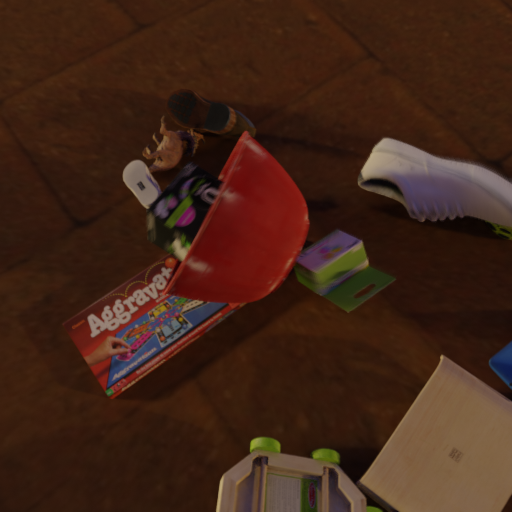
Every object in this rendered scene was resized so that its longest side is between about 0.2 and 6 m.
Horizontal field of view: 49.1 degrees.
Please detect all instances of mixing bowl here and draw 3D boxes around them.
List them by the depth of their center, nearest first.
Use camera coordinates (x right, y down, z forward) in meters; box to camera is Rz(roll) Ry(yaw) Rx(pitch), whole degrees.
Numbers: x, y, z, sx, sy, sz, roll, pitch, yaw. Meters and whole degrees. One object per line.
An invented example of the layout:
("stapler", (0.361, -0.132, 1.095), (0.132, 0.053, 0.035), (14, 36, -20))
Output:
("mixing bowl", (-0.177, -0.344, 9.211), (1.608, 2.968, 2.968), (28, 69, -9))

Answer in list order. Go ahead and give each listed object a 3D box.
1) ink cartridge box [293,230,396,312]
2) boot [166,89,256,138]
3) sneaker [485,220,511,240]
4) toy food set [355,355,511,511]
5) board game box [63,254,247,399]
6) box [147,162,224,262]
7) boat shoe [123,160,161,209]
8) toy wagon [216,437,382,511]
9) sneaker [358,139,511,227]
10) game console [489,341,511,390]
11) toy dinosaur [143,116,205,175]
("ink cartridge box", (1.507, 0.221, 9.788), (1.114, 0.571, 1.507), (-31, 30, -16))
("boot", (-0.956, -2.839, 11.544), (2.073, 1.005, 0.774), (32, 102, 38))
("sneaker", (4.597, -1.025, 10.724), (0.770, 0.683, 1.843), (-40, 73, -10))
("toy food set", (3.136, 3.202, 9.054), (1.902, 0.800, 2.650), (35, 80, 13))
("board game box", (-1.715, 0.979, 10.121), (3.114, 0.303, 1.603), (-35, 71, -13))
("box", (-0.818, -0.514, 9.624), (1.714, 1.065, 1.273), (32, 64, 6))
("boat shoe", (-2.145, -1.321, 10.944), (0.533, 0.487, 1.481), (-38, 50, -5))
("toy wagon", (0.856, 4.051, 8.386), (2.925, 0.579, 2.269), (12, 49, -7))
("sneaker", (3.333, -1.096, 10.284), (3.194, 1.167, 1.131), (30, 80, 37))
("game console", (5.088, 1.961, 9.805), (1.258, 0.872, 1.473), (-24, 67, -43))
("toy dinosaur", (-1.673, -2.110, 11.245), (0.976, 0.618, 1.440), (30, 82, -12))
